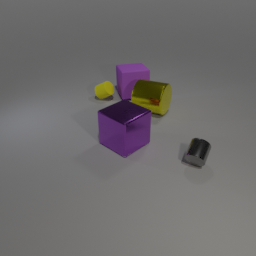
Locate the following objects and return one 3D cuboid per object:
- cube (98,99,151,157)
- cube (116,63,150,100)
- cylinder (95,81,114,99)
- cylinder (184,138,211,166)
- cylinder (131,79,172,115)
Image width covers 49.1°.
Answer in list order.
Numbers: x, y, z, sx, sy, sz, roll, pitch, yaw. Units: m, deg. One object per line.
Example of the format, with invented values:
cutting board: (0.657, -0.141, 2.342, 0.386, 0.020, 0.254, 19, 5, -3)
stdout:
cube: (-0.125, -0.031, 10.304, 1.400, 1.400, 1.400, 26, 40, 36)
cube: (0.231, -2.386, 14.113, 1.400, 1.400, 1.400, -7, 28, -12)
cylinder: (-1.156, -1.863, 13.728, 0.700, 0.700, 0.700, -17, 19, 35)
cylinder: (2.318, 0.803, 9.289, 0.700, 0.700, 0.700, 16, 62, 25)
cylinder: (1.069, -1.396, 12.513, 1.400, 1.400, 1.400, 14, 34, 25)
